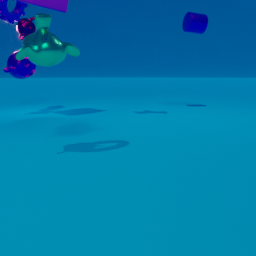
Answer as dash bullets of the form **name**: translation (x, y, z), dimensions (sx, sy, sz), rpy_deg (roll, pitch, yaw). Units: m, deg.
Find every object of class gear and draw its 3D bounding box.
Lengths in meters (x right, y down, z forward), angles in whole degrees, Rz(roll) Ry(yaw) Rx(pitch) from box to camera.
- **gear**: translation (-3.889, -4.174, 9.376), dimensions (0.235, 1.270, 1.270), rpy_deg (25, 17, 13)

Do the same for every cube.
- **cube**: translation (-2.613, -4.309, 8.307), dimensions (1.293, 1.293, 1.293), rpy_deg (26, 22, 31)

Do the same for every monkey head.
- **monkey head**: translation (-1.293, -1.356, 4.421), dimensions (1.020, 0.734, 0.615), rpy_deg (-13, 52, -31)

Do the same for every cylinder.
- **cylinder**: translation (2.585, -4.047, 10.805), dimensions (0.734, 0.734, 0.734), rpy_deg (3, 10, -16)

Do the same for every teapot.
- **teapot**: translation (-3.760, -3.779, 10.501), dimensions (0.550, 1.123, 0.698), rpy_deg (19, -12, 31)
- **teapot**: translation (-3.556, -2.155, 9.635), dimensions (0.763, 0.969, 1.558), rpy_deg (20, 36, 36)
